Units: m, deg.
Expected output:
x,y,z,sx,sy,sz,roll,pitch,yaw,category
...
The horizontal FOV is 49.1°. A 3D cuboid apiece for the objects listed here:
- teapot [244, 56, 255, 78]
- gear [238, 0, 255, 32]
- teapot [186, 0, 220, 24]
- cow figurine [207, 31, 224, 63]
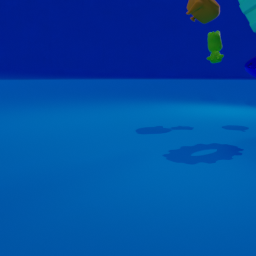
x,y,z,sx,sy,sz,roll,pitch,yaw,category
4.265,-2.010,9.120,0.847,0.667,1.362,26,27,-9,teapot
3.000,-2.647,6.421,0.333,1.801,1.801,-28,-8,37,gear
2.312,-3.780,8.899,1.086,0.855,1.747,49,34,8,teapot
2.809,-2.615,9.071,0.531,0.967,0.951,-5,29,22,cow figurine
